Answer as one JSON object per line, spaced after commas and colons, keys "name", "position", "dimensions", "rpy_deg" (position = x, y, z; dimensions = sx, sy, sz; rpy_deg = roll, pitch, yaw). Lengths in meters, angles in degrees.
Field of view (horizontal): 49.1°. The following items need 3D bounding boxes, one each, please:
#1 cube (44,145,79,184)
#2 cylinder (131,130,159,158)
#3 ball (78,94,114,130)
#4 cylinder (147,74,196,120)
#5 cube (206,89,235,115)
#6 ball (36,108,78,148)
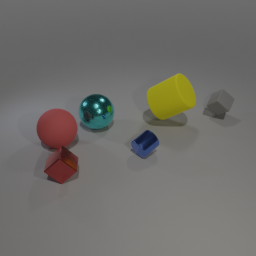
{"name": "cube", "position": [-2.000, 1.107, 8.468], "dimensions": [0.700, 0.700, 0.700], "rpy_deg": [-39, 27, 17]}
{"name": "cylinder", "position": [0.582, 0.536, 9.520], "dimensions": [0.700, 0.700, 0.700], "rpy_deg": [-38, 45, -23]}
{"name": "ball", "position": [-1.229, -0.637, 10.967], "dimensions": [1.400, 1.400, 1.400], "rpy_deg": [0, 31, 0]}
{"name": "cylinder", "position": [1.687, -1.193, 10.906], "dimensions": [1.400, 1.400, 1.400], "rpy_deg": [-23, 15, 36]}
{"name": "cube", "position": [3.853, -1.065, 11.681], "dimensions": [0.700, 0.700, 0.700], "rpy_deg": [38, 65, -12]}
{"name": "ball", "position": [-2.486, 0.013, 9.850], "dimensions": [1.400, 1.400, 1.400], "rpy_deg": [0, 31, 0]}
